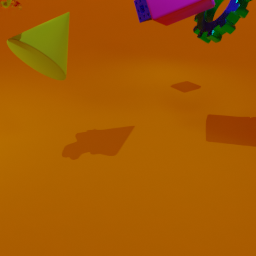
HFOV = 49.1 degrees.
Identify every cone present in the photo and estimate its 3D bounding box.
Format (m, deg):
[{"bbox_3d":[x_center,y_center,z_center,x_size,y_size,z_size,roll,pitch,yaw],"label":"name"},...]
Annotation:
[{"bbox_3d":[-1.814,-2.235,6.818,1.532,1.532,1.538,20,74,29],"label":"cone"}]

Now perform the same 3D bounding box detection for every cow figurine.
[{"bbox_3d":[-2.985,-2.600,6.092,0.741,1.350,1.328,24,6,8],"label":"cow figurine"}]

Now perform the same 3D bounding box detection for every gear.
[{"bbox_3d":[2.250,-2.874,6.705,0.309,1.669,1.669,21,24,-24],"label":"gear"}]

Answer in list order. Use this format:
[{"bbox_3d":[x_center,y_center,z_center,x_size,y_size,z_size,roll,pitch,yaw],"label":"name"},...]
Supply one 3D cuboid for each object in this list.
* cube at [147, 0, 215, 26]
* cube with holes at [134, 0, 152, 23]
[{"bbox_3d":[1.151,-3.308,6.501,1.315,1.315,1.315,-15,8,24],"label":"cube"},{"bbox_3d":[0.813,-4.258,9.837,0.776,0.776,0.776,-23,15,-24],"label":"cube with holes"}]
